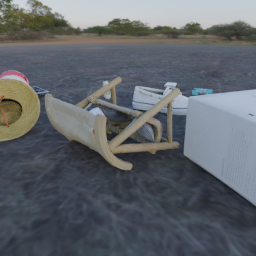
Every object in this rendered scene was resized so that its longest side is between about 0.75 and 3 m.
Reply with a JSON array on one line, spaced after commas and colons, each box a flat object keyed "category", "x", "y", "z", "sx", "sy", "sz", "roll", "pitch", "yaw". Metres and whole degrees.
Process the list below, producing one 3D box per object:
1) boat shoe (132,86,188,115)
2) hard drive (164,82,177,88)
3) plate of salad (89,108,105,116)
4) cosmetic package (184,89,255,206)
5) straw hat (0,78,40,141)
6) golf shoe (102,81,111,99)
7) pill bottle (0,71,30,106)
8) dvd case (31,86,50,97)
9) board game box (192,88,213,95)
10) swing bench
[{"category": "boat shoe", "x": 1.465, "y": -1.046, "z": 10.120, "sx": 2.701, "sy": 0.902, "sz": 0.994, "roll": 4, "pitch": 21, "yaw": 10}, {"category": "hard drive", "x": 2.191, "y": -2.227, "z": 14.472, "sx": 0.505, "sy": 0.102, "sz": 0.765, "roll": 7, "pitch": 22, "yaw": 18}, {"category": "plate of salad", "x": -0.776, "y": -0.420, "z": 9.374, "sx": 1.106, "sy": 0.266, "sz": 1.106, "roll": 3, "pitch": 31, "yaw": -1}, {"category": "cosmetic package", "x": 2.945, "y": 0.193, "z": 5.880, "sx": 2.511, "sy": 1.549, "sz": 2.519, "roll": -8, "pitch": 21, "yaw": -22}, {"category": "straw hat", "x": -3.614, "y": -0.407, "z": 8.306, "sx": 2.064, "sy": 2.064, "sz": 0.874, "roll": -4, "pitch": -20, "yaw": -11}, {"category": "golf shoe", "x": -0.833, "y": -1.472, "z": 11.188, "sx": 0.308, "sy": 0.787, "sz": 0.383, "roll": -20, "pitch": 31, "yaw": -15}, {"category": "pill bottle", "x": -4.482, "y": -1.535, "z": 10.895, "sx": 1.278, "sy": 1.278, "sz": 2.277, "roll": -7, "pitch": 22, "yaw": -19}, {"category": "dvd case", "x": -4.417, "y": -1.613, "z": 12.684, "sx": 1.194, "sy": 0.196, "sz": 1.589, "roll": -16, "pitch": 26, "yaw": -38}, {"category": "board game box", "x": 3.373, "y": -1.620, "z": 12.700, "sx": 0.815, "sy": 0.191, "sz": 0.615, "roll": 8, "pitch": 22, "yaw": 22}, {"category": "swing bench", "x": -0.393, "y": -0.163, "z": 6.943, "sx": 2.420, "sy": 1.570, "sz": 2.407, "roll": -21, "pitch": 29, "yaw": -34}]
